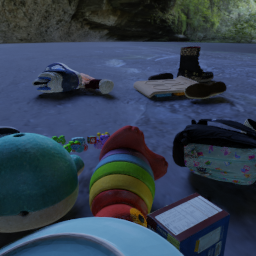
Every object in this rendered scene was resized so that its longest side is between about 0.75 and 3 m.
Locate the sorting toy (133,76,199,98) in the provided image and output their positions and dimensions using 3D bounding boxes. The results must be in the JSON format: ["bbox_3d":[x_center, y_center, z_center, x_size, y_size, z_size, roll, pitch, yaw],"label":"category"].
[{"bbox_3d":[1.706,-1.798,12.474,2.452,0.447,2.270,-10,22,-14],"label":"sorting toy"}]

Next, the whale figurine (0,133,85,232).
[{"bbox_3d":[-1.765,0.568,4.783,2.025,1.321,2.545,-6,21,-16],"label":"whale figurine"}]

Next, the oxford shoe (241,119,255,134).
[{"bbox_3d":[3.393,0.363,6.081,0.747,0.793,2.119,-17,26,-37],"label":"oxford shoe"}]

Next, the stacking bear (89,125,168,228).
[{"bbox_3d":[-0.075,1.022,4.070,1.082,1.156,1.903,-32,22,22],"label":"stacking bear"}]

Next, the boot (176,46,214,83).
[{"bbox_3d":[3.504,-3.258,14.345,2.336,1.759,0.855,-9,22,-22],"label":"boot"}]

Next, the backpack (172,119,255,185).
[{"bbox_3d":[1.816,0.455,5.523,1.609,1.018,1.342,9,25,27],"label":"backpack"}]

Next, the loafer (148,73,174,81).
[{"bbox_3d":[1.645,-2.577,14.284,1.447,0.528,0.514,-8,23,-21],"label":"loafer"}]

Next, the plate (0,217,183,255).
[{"bbox_3d":[-0.769,1.686,2.044,2.970,0.380,2.970,-14,27,7],"label":"plate"}]

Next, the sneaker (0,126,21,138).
[{"bbox_3d":[-3.739,0.373,6.189,2.571,0.957,1.125,0,7,-31],"label":"sneaker"}]

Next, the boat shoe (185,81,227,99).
[{"bbox_3d":[3.076,-1.466,11.366,1.837,0.663,0.597,-12,-13,-17],"label":"boat shoe"}]

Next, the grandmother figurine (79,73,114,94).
[{"bbox_3d":[-1.521,-2.020,12.632,1.455,0.727,2.400,-27,30,-34],"label":"grandmother figurine"}]

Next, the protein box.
[{"bbox_3d":[0.703,1.370,3.379,0.815,0.809,0.550,-13,24,-31],"label":"protein box"}]

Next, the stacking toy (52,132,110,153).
[{"bbox_3d":[-0.820,0.358,6.045,1.580,0.371,1.191,-3,6,-30],"label":"stacking toy"}]

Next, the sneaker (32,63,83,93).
[{"bbox_3d":[-3.618,-2.322,12.766,2.737,1.103,2.004,24,27,37],"label":"sneaker"}]
